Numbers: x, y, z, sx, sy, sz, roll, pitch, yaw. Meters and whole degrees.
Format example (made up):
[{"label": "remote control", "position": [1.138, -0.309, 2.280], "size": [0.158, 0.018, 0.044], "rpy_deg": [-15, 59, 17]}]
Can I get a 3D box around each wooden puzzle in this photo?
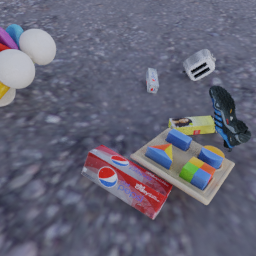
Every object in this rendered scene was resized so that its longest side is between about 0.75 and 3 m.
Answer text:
[{"label": "wooden puzzle", "position": [1.173, 0.567, 5.594], "size": [1.650, 0.412, 1.781], "rpy_deg": [30, 32, 24]}]

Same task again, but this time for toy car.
[{"label": "toy car", "position": [-3.280, -1.863, 7.464], "size": [2.080, 1.782, 2.377], "rpy_deg": [-25, 29, 44]}]

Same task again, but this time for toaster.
[{"label": "toaster", "position": [2.247, -1.985, 8.976], "size": [1.122, 0.637, 0.724], "rpy_deg": [-28, 29, 20]}]

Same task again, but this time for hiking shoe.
[{"label": "hiking shoe", "position": [2.109, -0.246, 6.303], "size": [0.558, 0.651, 1.501], "rpy_deg": [-4, 64, -31]}]

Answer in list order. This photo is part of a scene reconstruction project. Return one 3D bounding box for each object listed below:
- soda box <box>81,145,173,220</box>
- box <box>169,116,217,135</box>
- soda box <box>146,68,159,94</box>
[{"label": "soda box", "position": [-0.035, 0.942, 5.131], "size": [1.589, 0.556, 0.504], "rpy_deg": [29, 21, 16]}, {"label": "box", "position": [1.616, -0.058, 6.971], "size": [1.135, 0.285, 0.427], "rpy_deg": [-4, 38, -7]}, {"label": "soda box", "position": [0.738, -1.456, 8.589], "size": [0.278, 0.299, 0.876], "rpy_deg": [8, 47, -11]}]
